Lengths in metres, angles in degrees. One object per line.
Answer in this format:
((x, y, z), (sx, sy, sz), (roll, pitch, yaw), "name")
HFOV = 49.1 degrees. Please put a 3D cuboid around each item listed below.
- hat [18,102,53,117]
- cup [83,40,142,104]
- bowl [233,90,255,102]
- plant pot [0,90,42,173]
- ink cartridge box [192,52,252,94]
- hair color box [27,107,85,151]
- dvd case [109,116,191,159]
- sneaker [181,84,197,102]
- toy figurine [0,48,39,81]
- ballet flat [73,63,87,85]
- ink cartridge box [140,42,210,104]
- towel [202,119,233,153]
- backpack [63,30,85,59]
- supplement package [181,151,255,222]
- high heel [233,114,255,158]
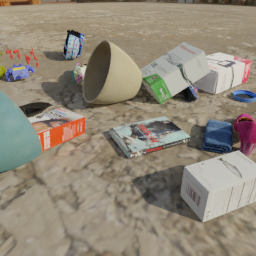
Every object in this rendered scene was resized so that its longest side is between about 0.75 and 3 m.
((-3.770, -0.295, 10.382), (2.169, 0.875, 2.169), (-9, 17, 3), "hat")
((-0.569, -2.234, 12.441), (1.964, 2.746, 2.746), (12, 22, -31), "cup")
((5.480, -1.493, 13.150), (1.059, 0.208, 1.059), (0, 30, 0), "bowl")
((-4.036, 0.312, 8.041), (2.582, 2.582, 1.739), (22, 49, 33), "plant pot")
((4.636, -2.925, 14.586), (2.862, 1.207, 2.072), (-22, 37, -32), "ink cartridge box")
((-2.788, 0.033, 9.738), (1.324, 0.763, 2.387), (21, 29, 30), "hair color box")
((0.760, 0.263, 10.115), (2.432, 0.268, 1.776), (-14, 33, -20), "dvd case")
((2.994, -1.761, 13.225), (0.674, 0.647, 1.719), (2, 32, -6), "sneaker")
((-6.057, -3.188, 14.942), (2.763, 1.458, 1.655), (-15, 39, -22), "toy figurine")
((-2.455, -3.068, 15.139), (0.883, 0.858, 2.481), (-18, 28, 4), "ballet flat")
((2.088, -2.618, 13.029), (2.754, 1.144, 2.019), (-32, 34, 3), "ink cartridge box")
((3.201, 0.283, 9.933), (0.967, 0.420, 1.732), (10, 31, 16), "towel")
((-3.580, -5.291, 18.294), (1.213, 1.646, 1.803), (12, 42, -15), "backpack")
((2.440, 1.464, 7.294), (1.800, 1.056, 1.052), (-13, 33, -21), "supplement package")
((4.235, -0.203, 9.873), (0.914, 1.302, 2.713), (13, 33, 21), "high heel")
